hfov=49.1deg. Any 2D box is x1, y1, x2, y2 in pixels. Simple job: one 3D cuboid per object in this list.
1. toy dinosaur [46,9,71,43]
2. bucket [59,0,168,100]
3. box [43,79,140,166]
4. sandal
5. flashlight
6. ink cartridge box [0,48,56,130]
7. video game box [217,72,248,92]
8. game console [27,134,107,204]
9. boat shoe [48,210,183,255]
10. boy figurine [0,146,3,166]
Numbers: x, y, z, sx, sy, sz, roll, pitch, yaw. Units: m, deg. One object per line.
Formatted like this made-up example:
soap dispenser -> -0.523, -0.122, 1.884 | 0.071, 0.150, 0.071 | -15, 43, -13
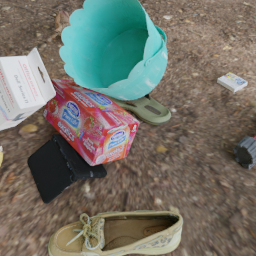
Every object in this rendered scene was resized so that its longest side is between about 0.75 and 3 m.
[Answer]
toy dinosaur -> -3.034, -4.915, 13.008 | 1.059, 2.468, 1.673 | 9, 81, -25
bucket -> -0.276, -2.037, 7.453 | 2.653, 1.726, 2.653 | -5, 79, 26
box -> -1.178, -0.291, 8.322 | 1.377, 1.318, 2.762 | -7, 37, -46
sandal -> 0.239, -1.119, 9.790 | 2.973, 0.848, 1.180 | 28, 51, 26
flashlight -> 4.141, 0.144, 8.475 | 2.565, 0.872, 0.868 | -30, 57, -29
ink cartridge box -> -3.199, -0.988, 7.697 | 0.846, 2.514, 1.472 | -22, 88, -50
video game box -> 4.072, -1.799, 10.958 | 0.786, 0.202, 0.863 | -29, 51, -23
game console -> -1.755, 1.098, 7.996 | 1.594, 1.055, 1.813 | 5, 33, -41
boat shoe -> -0.284, 2.299, 6.224 | 2.994, 0.938, 1.097 | -7, 45, -7
boy figurine -> -4.276, 0.953, 7.742 | 1.529, 0.792, 2.460 | -13, 43, -16
